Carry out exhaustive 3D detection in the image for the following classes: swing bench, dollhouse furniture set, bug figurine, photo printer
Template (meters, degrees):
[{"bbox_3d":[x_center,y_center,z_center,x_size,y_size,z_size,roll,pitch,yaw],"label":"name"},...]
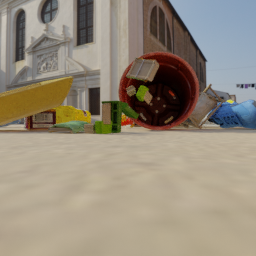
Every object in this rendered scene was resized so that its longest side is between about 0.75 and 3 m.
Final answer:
[{"bbox_3d":[2.343,-0.709,9.637,1.336,0.871,1.343,-45,9,-10],"label":"swing bench"},{"bbox_3d":[0.297,-1.010,7.091,0.739,1.478,0.571,16,-14,38],"label":"dollhouse furniture set"},{"bbox_3d":[-0.139,-0.395,11.906,1.590,0.528,2.050,-9,13,25],"label":"bug figurine"},{"bbox_3d":[-0.816,-0.213,5.311,1.214,0.609,0.795,0,1,26],"label":"dollhouse furniture set"},{"bbox_3d":[3.710,-0.449,11.894,2.045,0.853,2.458,-1,2,-27],"label":"photo printer"}]

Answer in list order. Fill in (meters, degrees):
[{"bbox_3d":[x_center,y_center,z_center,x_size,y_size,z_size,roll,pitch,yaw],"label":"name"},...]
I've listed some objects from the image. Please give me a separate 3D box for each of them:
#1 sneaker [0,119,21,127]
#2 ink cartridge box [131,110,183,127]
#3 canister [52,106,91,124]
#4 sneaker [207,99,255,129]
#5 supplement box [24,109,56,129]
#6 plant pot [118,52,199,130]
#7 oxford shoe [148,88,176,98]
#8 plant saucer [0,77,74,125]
[{"bbox_3d":[-6.239,-0.399,12.794,2.699,1.022,1.040,2,-18,7],"label":"sneaker"},{"bbox_3d":[1.245,-0.360,11.652,1.513,0.690,1.837,-1,0,44],"label":"ink cartridge box"},{"bbox_3d":[-2.412,-0.406,11.100,1.439,0.839,1.938,0,0,11],"label":"canister"},{"bbox_3d":[3.371,-0.311,8.980,1.106,0.930,2.821,-26,8,-1],"label":"sneaker"},{"bbox_3d":[-2.709,-0.263,8.542,0.771,0.598,1.397,0,1,-26],"label":"supplement box"},{"bbox_3d":[0.903,-0.890,8.469,2.149,2.149,2.090,0,-6,6],"label":"plant pot"},{"bbox_3d":[1.153,-1.502,10.448,2.317,0.825,0.840,14,-29,-9],"label":"oxford shoe"},{"bbox_3d":[-3.080,-0.633,7.431,2.795,0.677,2.795,-23,16,-29],"label":"plant saucer"}]
